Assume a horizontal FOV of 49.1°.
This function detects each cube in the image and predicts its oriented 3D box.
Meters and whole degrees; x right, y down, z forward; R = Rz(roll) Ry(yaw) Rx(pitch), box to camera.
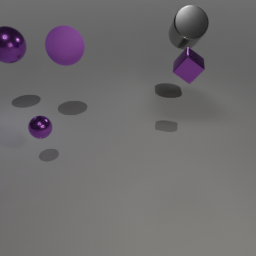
[{"bbox_3d":[1.904,-1.967,8.801,0.700,0.700,0.700,32,39,-15],"label":"cube"}]

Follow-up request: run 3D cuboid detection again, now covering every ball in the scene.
[{"bbox_3d":[-2.619,-0.024,8.373,0.700,0.700,0.700,0,30,0],"label":"ball"},{"bbox_3d":[-2.276,-2.972,10.144,1.400,1.400,1.400,0,30,0],"label":"ball"},{"bbox_3d":[-4.718,-3.245,10.972,1.400,1.400,1.400,0,30,0],"label":"ball"}]

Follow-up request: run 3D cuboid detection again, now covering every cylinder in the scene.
[{"bbox_3d":[2.514,-4.195,11.822,1.400,1.400,1.400,-1,-1,-1],"label":"cylinder"}]
